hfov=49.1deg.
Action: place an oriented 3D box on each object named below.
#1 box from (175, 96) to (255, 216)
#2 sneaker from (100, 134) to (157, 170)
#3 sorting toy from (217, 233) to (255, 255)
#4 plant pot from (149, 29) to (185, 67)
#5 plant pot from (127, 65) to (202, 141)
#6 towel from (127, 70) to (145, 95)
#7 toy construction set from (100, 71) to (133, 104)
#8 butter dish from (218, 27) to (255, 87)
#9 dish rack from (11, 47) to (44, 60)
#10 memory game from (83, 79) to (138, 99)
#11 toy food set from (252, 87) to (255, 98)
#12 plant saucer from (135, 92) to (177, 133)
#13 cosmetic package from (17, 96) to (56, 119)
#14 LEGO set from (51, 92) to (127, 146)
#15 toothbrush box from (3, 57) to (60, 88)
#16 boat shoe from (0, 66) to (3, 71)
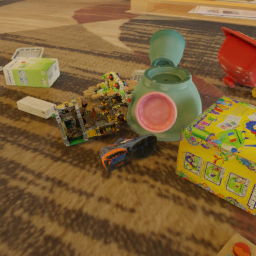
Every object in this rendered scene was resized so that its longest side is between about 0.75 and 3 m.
[{"bbox_3d":[3.305,0.620,8.265,2.650,1.678,2.751,26,41,32],"label":"box"},{"bbox_3d":[0.022,0.600,9.149,2.127,0.801,0.834,-16,32,-25],"label":"sneaker"},{"bbox_3d":[2.778,3.128,5.878,1.346,0.242,1.807,-28,43,-35],"label":"sorting toy"},{"bbox_3d":[1.498,-2.962,11.342,1.479,1.479,1.389,8,57,11],"label":"plant pot"},{"bbox_3d":[1.408,-1.151,10.613,2.953,1.978,2.953,0,35,0],"label":"plant pot"},{"bbox_3d":[1.372,-2.152,13.421,2.640,0.456,2.542,6,35,7],"label":"towel"},{"bbox_3d":[-0.438,-1.489,10.223,0.677,0.964,1.469,-33,65,-35],"label":"toy construction set"},{"bbox_3d":[5.341,-2.905,13.197,2.912,2.153,2.904,45,16,33],"label":"butter dish"},{"bbox_3d":[-5.853,-4.242,16.517,1.641,0.416,1.912,-3,34,-5],"label":"dish rack"},{"bbox_3d":[-0.733,-1.778,12.540,2.646,0.169,2.646,-8,22,3],"label":"memory game"},{"bbox_3d":[6.175,-1.481,12.583,1.158,0.378,0.681,11,60,19],"label":"toy food set"},{"bbox_3d":[0.783,-0.444,7.702,1.142,1.142,0.290,11,19,16],"label":"plant saucer"},{"bbox_3d":[-3.765,-0.861,11.576,1.570,0.398,0.648,18,38,24],"label":"cosmetic package"},{"bbox_3d":[-1.512,-0.674,9.958,2.724,1.578,2.095,-10,35,0],"label":"LEGO set"},{"bbox_3d":[-4.741,-2.807,13.948,2.194,0.945,1.598,4,34,8],"label":"toothbrush box"},{"bbox_3d":[-7.224,-3.164,15.008,0.277,0.339,0.917,26,39,32],"label":"boat shoe"}]
